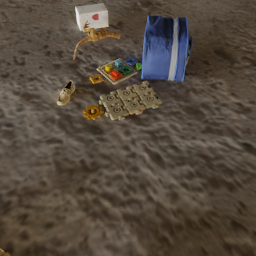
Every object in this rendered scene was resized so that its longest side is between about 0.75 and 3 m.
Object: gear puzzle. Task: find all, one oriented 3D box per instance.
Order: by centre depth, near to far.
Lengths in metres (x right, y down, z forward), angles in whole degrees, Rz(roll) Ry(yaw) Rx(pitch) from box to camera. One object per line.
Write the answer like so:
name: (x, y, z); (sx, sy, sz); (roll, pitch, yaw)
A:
gear puzzle: (-0.232, -0.779, 9.854); (2.711, 0.355, 1.404); (-20, 53, -13)

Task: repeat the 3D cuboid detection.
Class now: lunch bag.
lunch bag: (1.561, -3.138, 10.912); (1.833, 1.882, 2.771); (6, 46, 4)

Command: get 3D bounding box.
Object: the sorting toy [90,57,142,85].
sorting toy: (-0.444, -2.358, 11.262); (2.305, 0.314, 1.298); (-31, 55, -25)

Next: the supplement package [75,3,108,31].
supplement package: (-1.754, -5.444, 13.709); (1.422, 0.862, 0.852); (-14, 49, -12)

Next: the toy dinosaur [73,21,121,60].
toy dinosaur: (-1.589, -4.114, 12.558); (2.631, 0.795, 1.397); (-25, 54, -21)

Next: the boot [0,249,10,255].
boot: (-3.843, 2.961, 6.227); (1.976, 0.653, 1.730); (27, 40, 21)

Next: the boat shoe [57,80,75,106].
boat shoe: (-2.290, -1.292, 10.249); (0.411, 0.372, 1.154); (9, 48, 8)
